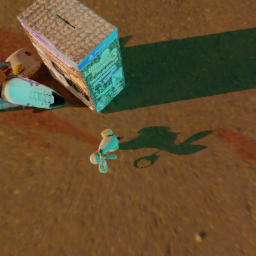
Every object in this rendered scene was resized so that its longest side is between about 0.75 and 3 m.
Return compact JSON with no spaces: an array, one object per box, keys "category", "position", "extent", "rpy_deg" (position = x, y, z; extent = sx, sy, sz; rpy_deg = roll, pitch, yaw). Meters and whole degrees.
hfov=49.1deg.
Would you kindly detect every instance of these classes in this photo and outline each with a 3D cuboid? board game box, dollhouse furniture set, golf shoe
[{"category":"board game box","position":[-1.353,-1.960,7.668],"extent":[2.134,2.677,1.296],"rpy_deg":[40,76,16]},{"category":"dollhouse furniture set","position":[-3.424,-1.099,7.598],"extent":[0.984,1.829,0.744],"rpy_deg":[-9,71,-18]},{"category":"golf shoe","position":[-2.498,-0.932,7.607],"extent":[0.929,2.019,0.733],"rpy_deg":[9,93,19]}]

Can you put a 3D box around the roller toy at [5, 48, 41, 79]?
[{"category":"roller toy","position":[-3.207,-1.870,8.552],"extent":[0.744,1.065,0.972],"rpy_deg":[47,61,-10]}]

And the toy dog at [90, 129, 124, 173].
[{"category":"toy dog","position":[-0.495,0.515,7.459],"extent":[0.603,0.826,1.253],"rpy_deg":[-15,42,28]}]
